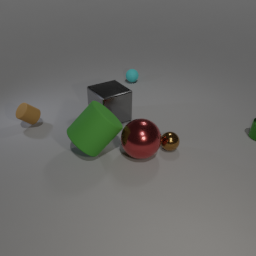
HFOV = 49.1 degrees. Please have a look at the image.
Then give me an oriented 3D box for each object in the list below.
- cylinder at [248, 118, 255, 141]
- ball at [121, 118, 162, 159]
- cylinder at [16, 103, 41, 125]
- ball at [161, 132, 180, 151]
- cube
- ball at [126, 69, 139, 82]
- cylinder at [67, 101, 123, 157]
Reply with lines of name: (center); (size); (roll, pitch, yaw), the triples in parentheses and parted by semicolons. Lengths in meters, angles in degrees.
cylinder: (5.094, 0.054, 10.774); (0.700, 0.700, 0.700); (3, 34, -2)
ball: (0.450, 0.368, 9.641); (1.400, 1.400, 1.400); (0, 33, 0)
cylinder: (-4.020, -0.576, 11.284); (0.700, 0.700, 0.700); (33, 2, 41)
ball: (1.514, 0.478, 10.129); (0.700, 0.700, 0.700); (0, 33, 0)
cube: (-0.773, -1.033, 11.823); (1.400, 1.400, 1.400); (-19, 37, -28)
ball: (0.226, -2.865, 15.288); (0.700, 0.700, 0.700); (0, 33, 0)
cylinder: (-1.138, 0.023, 9.650); (1.400, 1.400, 1.400); (-46, 36, 10)
